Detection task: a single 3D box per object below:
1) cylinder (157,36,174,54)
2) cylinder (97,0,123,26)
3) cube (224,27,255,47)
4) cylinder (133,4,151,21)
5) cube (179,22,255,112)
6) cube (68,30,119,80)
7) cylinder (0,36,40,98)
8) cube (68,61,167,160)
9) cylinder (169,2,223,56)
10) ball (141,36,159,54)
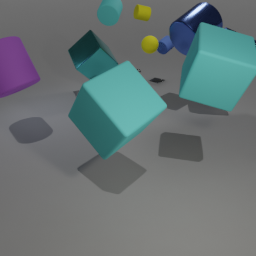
[{"bbox_3d":[1.873,-4.153,14.011,0.700,0.700,0.700,23,52,35],"label":"cylinder"},{"bbox_3d":[-0.570,-3.734,8.897,0.700,0.700,0.700,5,49,9],"label":"cylinder"},{"bbox_3d":[3.876,-2.618,10.623,1.400,1.400,1.400,18,59,-13],"label":"cube"},{"bbox_3d":[0.728,-5.876,14.301,0.700,0.700,0.700,3,27,-23],"label":"cylinder"},{"bbox_3d":[2.194,-1.510,6.978,1.400,1.400,1.400,16,48,0],"label":"cube"},{"bbox_3d":[-1.536,-3.108,12.356,1.400,1.400,1.400,-38,54,15],"label":"cube"},{"bbox_3d":[-3.597,-1.810,8.436,1.400,1.400,1.400,-24,11,5],"label":"cylinder"},{"bbox_3d":[-0.277,-0.390,6.411,1.400,1.400,1.400,-36,83,-35],"label":"cube"},{"bbox_3d":[2.464,-3.596,10.241,1.400,1.400,1.400,-41,44,-18],"label":"cylinder"},{"bbox_3d":[0.887,-3.378,11.362,0.700,0.700,0.700,0,29,0],"label":"ball"}]
